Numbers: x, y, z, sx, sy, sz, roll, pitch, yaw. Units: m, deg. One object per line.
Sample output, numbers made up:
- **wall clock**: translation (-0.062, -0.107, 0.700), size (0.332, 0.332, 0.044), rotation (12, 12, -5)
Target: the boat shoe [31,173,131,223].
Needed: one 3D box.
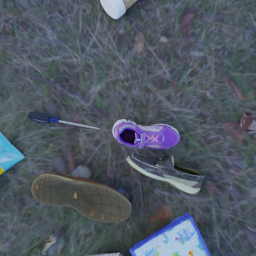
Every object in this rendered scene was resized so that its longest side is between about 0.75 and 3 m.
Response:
- **boat shoe**: translation (-1.157, 1.724, 7.459), size (2.619, 0.885, 0.943), rotation (18, 99, -3)

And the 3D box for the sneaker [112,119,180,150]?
- **sneaker**: translation (0.476, 0.256, 7.745), size (1.910, 0.845, 0.768), rotation (7, 100, 3)

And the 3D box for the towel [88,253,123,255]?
- **towel**: translation (-0.591, 3.886, 6.793), size (1.265, 0.654, 1.528), rotation (-18, 58, 19)

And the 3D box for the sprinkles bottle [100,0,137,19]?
- **sprinkles bottle**: translation (0.273, -4.530, 8.794), size (2.469, 0.843, 0.843), rotation (-44, 82, -8)

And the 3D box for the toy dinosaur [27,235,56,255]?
- **toy dinosaur**: translation (-2.501, 3.654, 7.290), size (1.921, 0.456, 0.846), rotation (-38, 71, -10)

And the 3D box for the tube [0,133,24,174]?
- **tube**: translation (-4.187, 1.323, 7.602), size (2.588, 0.652, 1.002), rotation (-45, 98, -21)

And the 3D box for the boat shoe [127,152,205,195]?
- **boat shoe**: translation (1.049, 1.059, 7.582), size (2.168, 0.774, 0.712), rotation (25, 106, -3)

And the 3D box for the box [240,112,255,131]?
- **box**: translation (3.735, -0.144, 8.083), size (0.851, 0.319, 0.426), rotation (12, 122, 3)

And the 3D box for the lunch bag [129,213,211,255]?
- **lunch bag**: translation (1.063, 3.156, 6.709), size (1.644, 1.232, 1.933), rotation (-28, 114, -11)

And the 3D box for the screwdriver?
- **screwdriver**: translation (-1.861, -0.210, 8.190), size (2.107, 0.294, 0.307), rotation (7, 109, -3)
